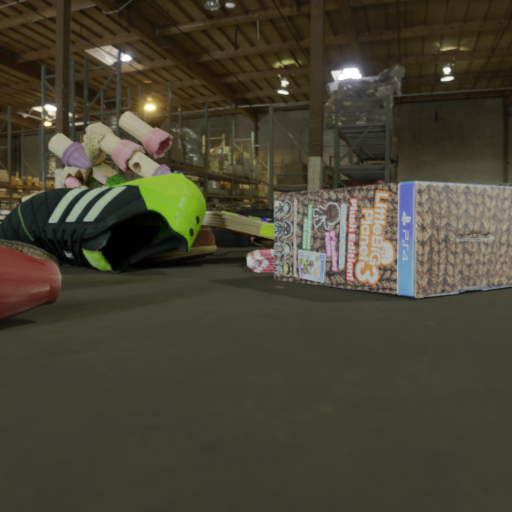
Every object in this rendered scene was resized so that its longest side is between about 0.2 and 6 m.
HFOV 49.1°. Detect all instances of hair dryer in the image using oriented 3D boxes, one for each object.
[{"bbox_3d":[-2.554,0.159,3.535,2.501,0.680,1.905,0,3,-11],"label":"hair dryer"}]

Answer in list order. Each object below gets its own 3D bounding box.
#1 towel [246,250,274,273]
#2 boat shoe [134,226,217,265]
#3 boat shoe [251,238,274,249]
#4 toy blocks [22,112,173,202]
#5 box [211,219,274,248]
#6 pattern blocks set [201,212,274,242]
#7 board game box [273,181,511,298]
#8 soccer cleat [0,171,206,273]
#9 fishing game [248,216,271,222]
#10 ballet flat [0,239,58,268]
[{"bbox_3d":[0.940,0.022,8.369,2.185,0.327,1.599,0,3,-4],"label":"towel"},{"bbox_3d":[-2.036,-0.451,9.247,3.335,1.126,1.200,4,5,40],"label":"boat shoe"},{"bbox_3d":[0.624,-0.319,12.692,1.497,0.533,0.483,4,24,1],"label":"boat shoe"},{"bbox_3d":[-2.643,-1.010,10.840,2.273,2.523,2.700,37,34,9],"label":"toy blocks"},{"bbox_3d":[-0.336,-0.640,15.415,1.385,0.774,1.962,-7,7,-40],"label":"box"},{"bbox_3d":[0.041,-0.471,9.888,3.603,0.292,3.167,13,0,-31],"label":"pattern blocks set"},{"bbox_3d":[1.491,-0.210,6.226,1.715,1.042,2.151,-3,4,-35],"label":"board game box"},{"bbox_3d":[-2.362,-0.326,7.921,3.395,1.146,1.376,-11,40,16],"label":"soccer cleat"},{"bbox_3d":[1.606,-0.396,11.960,3.586,0.557,2.568,9,5,5],"label":"fishing game"},{"bbox_3d":[-2.945,0.188,4.889,2.339,0.542,0.788,4,-34,-31],"label":"ballet flat"}]
